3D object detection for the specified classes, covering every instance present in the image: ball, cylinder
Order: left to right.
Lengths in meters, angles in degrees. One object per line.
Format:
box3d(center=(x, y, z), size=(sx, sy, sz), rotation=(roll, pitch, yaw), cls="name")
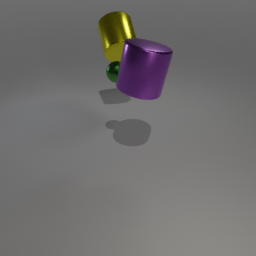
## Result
box3d(center=(-0.353, -1.791, 8.966), size=(0.700, 0.700, 0.700), rotation=(0, 31, 0), cls="ball")
box3d(center=(-0.390, -3.549, 10.996), size=(1.400, 1.400, 1.400), rotation=(-9, 72, -15), cls="cylinder")
box3d(center=(0.451, -1.727, 8.144), size=(1.400, 1.400, 1.400), rotation=(11, 28, -6), cls="cylinder")
